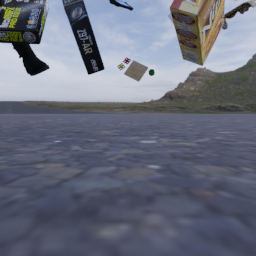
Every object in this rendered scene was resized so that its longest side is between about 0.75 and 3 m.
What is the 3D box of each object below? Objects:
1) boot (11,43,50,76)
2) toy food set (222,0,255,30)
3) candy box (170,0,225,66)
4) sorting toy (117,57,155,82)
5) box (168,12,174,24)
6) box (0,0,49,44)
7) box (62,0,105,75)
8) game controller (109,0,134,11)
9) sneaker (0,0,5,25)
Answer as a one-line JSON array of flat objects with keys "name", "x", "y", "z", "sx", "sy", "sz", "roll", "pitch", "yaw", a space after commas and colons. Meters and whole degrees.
[{"name": "boot", "x": -3.791, "y": -2.859, "z": 10.576, "sx": 0.736, "sy": 1.630, "sz": 1.989, "roll": -32, "pitch": 27, "yaw": -23}, {"name": "toy food set", "x": 3.011, "y": -3.095, "z": 7.695, "sx": 0.897, "sy": 0.378, "sz": 1.251, "roll": -34, "pitch": 10, "yaw": -38}, {"name": "candy box", "x": 1.349, "y": -2.059, "z": 5.177, "sx": 0.517, "sy": 1.078, "sz": 1.868, "roll": 25, "pitch": -4, "yaw": 20}, {"name": "sorting toy", "x": 0.284, "y": -2.183, "z": 10.817, "sx": 1.440, "sy": 0.694, "sz": 0.244, "roll": 29, "pitch": -13, "yaw": 17}, {"name": "box", "x": 1.940, "y": -4.272, "z": 10.205, "sx": 0.183, "sy": 0.725, "sz": 1.004, "roll": 16, "pitch": -50, "yaw": -36}, {"name": "box", "x": -3.606, "y": -3.538, "z": 8.913, "sx": 1.839, "sy": 2.296, "sz": 0.508, "roll": 1, "pitch": -41, "yaw": -6}, {"name": "box", "x": -1.317, "y": -2.803, "z": 7.814, "sx": 0.501, "sy": 1.845, "sz": 2.303, "roll": -19, "pitch": 37, "yaw": -3}, {"name": "game controller", "x": -0.186, "y": -3.510, "z": 7.933, "sx": 0.442, "sy": 0.178, "sz": 0.846, "roll": 33, "pitch": 28, "yaw": 23}, {"name": "sneaker", "x": -2.528, "y": -2.283, "z": 4.431, "sx": 0.942, "sy": 2.219, "sz": 0.854, "roll": 30, "pitch": 26, "yaw": 7}]
